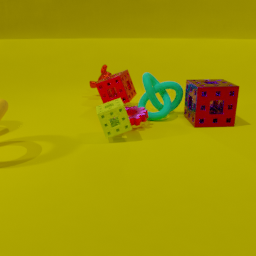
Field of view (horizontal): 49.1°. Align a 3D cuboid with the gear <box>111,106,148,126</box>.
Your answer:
[{"bbox_3d":[-0.036,-0.354,8.618,1.288,0.238,1.288,-7,22,3],"label":"gear"}]

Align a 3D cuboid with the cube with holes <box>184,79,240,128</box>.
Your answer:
[{"bbox_3d":[2.577,-0.817,8.875,1.246,1.246,1.246,-2,20,-4],"label":"cube with holes"}]

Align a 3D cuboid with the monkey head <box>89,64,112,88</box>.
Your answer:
[{"bbox_3d":[-1.112,-2.022,12.313,1.017,1.414,0.852,5,37,23],"label":"monkey head"}]

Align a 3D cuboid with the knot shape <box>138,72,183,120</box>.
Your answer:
[{"bbox_3d":[0.985,-0.950,9.361,1.697,1.588,0.784,31,-21,-14],"label":"knot shape"}]

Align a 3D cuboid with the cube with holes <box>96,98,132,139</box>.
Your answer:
[{"bbox_3d":[-0.385,-0.271,7.470,0.718,0.718,0.718,-20,22,-2],"label":"cube with holes"}]

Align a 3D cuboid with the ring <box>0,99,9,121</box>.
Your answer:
[{"bbox_3d":[-3.308,-0.020,6.379,1.580,0.316,1.580,-38,27,23],"label":"ring"}]

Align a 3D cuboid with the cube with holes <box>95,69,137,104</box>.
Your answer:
[{"bbox_3d":[-0.421,-1.454,10.484,1.015,1.015,1.015,-15,18,23],"label":"cube with holes"}]
